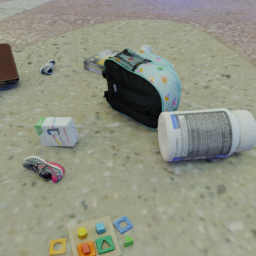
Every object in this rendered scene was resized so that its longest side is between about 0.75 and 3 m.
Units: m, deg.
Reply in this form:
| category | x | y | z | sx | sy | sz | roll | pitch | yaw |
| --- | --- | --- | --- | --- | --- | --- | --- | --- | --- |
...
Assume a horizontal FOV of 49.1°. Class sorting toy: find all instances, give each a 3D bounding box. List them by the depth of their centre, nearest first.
| category | x | y | z | sx | sy | sz | roll | pitch | yaw |
| --- | --- | --- | --- | --- | --- | --- | --- | --- | --- |
| sorting toy | -0.891 | 2.835 | 7.160 | 2.236 | 0.305 | 1.259 | -12 | 39 | -15 |

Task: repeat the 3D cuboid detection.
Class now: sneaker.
| category | x | y | z | sx | sy | sz | roll | pitch | yaw |
| --- | --- | --- | --- | --- | --- | --- | --- | --- | --- |
| sneaker | -2.771 | 1.305 | 8.964 | 1.438 | 0.580 | 0.537 | 12 | 41 | 14 |
| sneaker | -4.150 | -3.262 | 15.105 | 0.652 | 0.421 | 1.202 | 13 | 46 | 25 |

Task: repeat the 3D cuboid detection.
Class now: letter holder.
| category | x | y | z | sx | sy | sz | roll | pitch | yaw |
| --- | --- | --- | --- | --- | --- | --- | --- | --- | --- |
| letter holder | -6.677 | -2.940 | 13.271 | 2.516 | 1.788 | 1.265 | -15 | 11 | -19 |

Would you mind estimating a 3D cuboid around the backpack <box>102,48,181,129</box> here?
| category | x | y | z | sx | sy | sz | roll | pitch | yaw |
| --- | --- | --- | --- | --- | --- | --- | --- | --- | --- |
| backpack | 0.688 | -1.517 | 11.025 | 2.279 | 2.613 | 2.973 | -30 | 51 | -29 |

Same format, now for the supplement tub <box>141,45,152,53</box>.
| category | x | y | z | sx | sy | sz | roll | pitch | yaw |
| --- | --- | --- | --- | --- | --- | --- | --- | --- | --- |
| supplement tub | 1.004 | -4.391 | 16.409 | 0.673 | 0.673 | 1.020 | 6 | 37 | 8 |

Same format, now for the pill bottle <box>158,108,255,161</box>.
| category | x | y | z | sx | sy | sz | roll | pitch | yaw |
| --- | --- | --- | --- | --- | --- | --- | --- | --- | --- |
| pill bottle | 2.624 | 0.190 | 9.514 | 2.967 | 1.688 | 1.688 | -4 | 37 | -5 |

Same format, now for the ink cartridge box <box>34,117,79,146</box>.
| category | x | y | z | sx | sy | sz | roll | pitch | yaw |
| --- | --- | --- | --- | --- | --- | --- | --- | --- | --- |
| ink cartridge box | -2.546 | 0.133 | 10.069 | 1.301 | 0.945 | 0.569 | 0 | 37 | 15 |

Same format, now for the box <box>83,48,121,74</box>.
| category | x | y | z | sx | sy | sz | roll | pitch | yaw |
| --- | --- | --- | --- | --- | --- | --- | --- | --- | --- |
| box | -1.120 | -3.698 | 15.600 | 1.738 | 0.530 | 2.194 | 22 | 42 | 26 |
